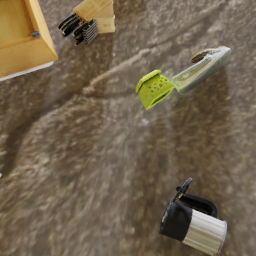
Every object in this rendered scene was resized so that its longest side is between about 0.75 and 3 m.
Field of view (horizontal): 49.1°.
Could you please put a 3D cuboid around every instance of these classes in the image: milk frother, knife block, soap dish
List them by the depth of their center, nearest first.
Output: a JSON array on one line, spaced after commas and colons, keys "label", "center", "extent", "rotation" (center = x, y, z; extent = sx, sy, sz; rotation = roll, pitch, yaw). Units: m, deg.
[{"label": "milk frother", "center": [1.548, 1.964, 6.279], "extent": [1.350, 1.435, 1.295], "rotation": [20, 62, 9]}, {"label": "soap dish", "center": [-3.709, -3.028, 8.750], "extent": [2.295, 1.185, 2.917], "rotation": [-20, 66, -9]}, {"label": "knife block", "center": [-1.398, -3.776, 9.366], "extent": [1.890, 0.689, 2.153], "rotation": [-3, 66, -3]}]

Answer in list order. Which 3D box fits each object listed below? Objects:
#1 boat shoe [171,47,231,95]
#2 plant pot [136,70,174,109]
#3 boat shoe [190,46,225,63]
[{"label": "boat shoe", "center": [2.156, -1.768, 8.245], "extent": [1.900, 0.700, 0.609], "rotation": [-39, 68, 9]}, {"label": "plant pot", "center": [0.705, -1.114, 7.911], "extent": [0.798, 0.802, 0.728], "rotation": [-33, 83, -20]}, {"label": "boat shoe", "center": [2.589, -2.213, 8.777], "extent": [1.277, 0.472, 0.472], "rotation": [-18, 72, -8]}]
